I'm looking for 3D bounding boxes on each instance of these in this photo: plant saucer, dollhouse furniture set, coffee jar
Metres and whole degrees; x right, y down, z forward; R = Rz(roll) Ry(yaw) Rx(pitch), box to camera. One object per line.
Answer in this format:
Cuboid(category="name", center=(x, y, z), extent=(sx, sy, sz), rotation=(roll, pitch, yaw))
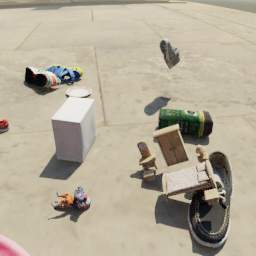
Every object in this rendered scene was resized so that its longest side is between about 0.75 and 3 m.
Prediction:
Cuboid(category="plant saucer", center=(-2.741, 2.916, 4.691), extent=(2.745, 0.696, 2.745), rotation=(31, 12, -7))
Cuboid(category="dollhouse furniture set", center=(1.104, 1.023, 7.446), extent=(2.030, 1.163, 2.381), rotation=(-19, 23, 15))
Cuboid(category="coffee jar", center=(2.133, -0.216, 10.477), extent=(2.002, 0.854, 1.044), rotation=(4, 22, 6))

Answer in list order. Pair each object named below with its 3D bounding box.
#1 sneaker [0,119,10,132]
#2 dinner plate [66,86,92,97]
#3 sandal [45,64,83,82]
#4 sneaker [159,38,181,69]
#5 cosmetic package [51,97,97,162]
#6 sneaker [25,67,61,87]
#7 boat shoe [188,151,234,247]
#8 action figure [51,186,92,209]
Cuboid(category="sneaker", center=(-5.182, -0.111, 10.635), extent=(1.253, 0.532, 0.483), rotation=(-11, 34, -17))
Cuboid(category="dinner plate", center=(-2.367, -1.734, 13.579), extent=(1.230, 0.149, 1.230), rotation=(0, 33, 0))
Cuboid(category="sandal", center=(-3.454, -2.849, 14.808), extent=(2.003, 0.796, 0.872), rotation=(2, 36, 5))
Cuboid(category="sneaker", center=(1.909, -3.398, 12.400), extent=(0.757, 1.845, 0.690), rotation=(-29, 66, 6))
Cuboid(category="cosmetic package", center=(-1.742, 0.019, 9.434), extent=(0.977, 1.590, 1.585), rotation=(5, 33, 9))
Cuboid(category="sneaker", center=(-4.410, -2.563, 14.481), extent=(2.404, 0.846, 1.124), rotation=(23, 16, 40))
Cuboid(category="boat shoe", center=(2.274, 1.714, 7.404), extent=(1.078, 0.881, 2.919), rotation=(13, 35, 18))
Cuboid(category="action figure", center=(-1.474, 1.938, 7.609), extent=(1.005, 0.544, 1.039), rotation=(7, 4, -1))
